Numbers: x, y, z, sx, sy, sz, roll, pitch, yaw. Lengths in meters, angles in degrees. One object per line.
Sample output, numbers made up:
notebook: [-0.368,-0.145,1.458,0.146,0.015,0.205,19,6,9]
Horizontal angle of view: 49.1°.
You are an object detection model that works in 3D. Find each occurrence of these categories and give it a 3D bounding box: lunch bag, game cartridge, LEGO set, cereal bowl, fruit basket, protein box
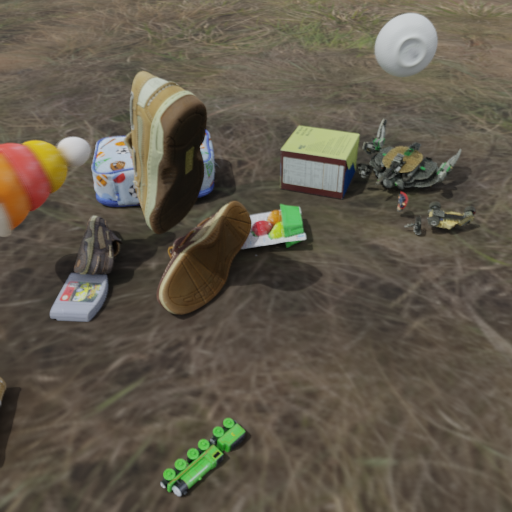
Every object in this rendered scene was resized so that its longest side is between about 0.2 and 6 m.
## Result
lunch bag: [-2.437,-2.267,13.861,3.062,1.157,2.453,-5,34,-6]
game cartridge: [-3.229,0.744,10.429,0.813,0.250,1.221,5,36,0]
LEGO set: [3.694,-1.774,13.558,2.528,1.103,3.893,2,49,7]
cereal bowl: [3.167,-4.337,11.685,1.279,1.279,0.533,-1,35,-2]
fruit basket: [0.342,-0.571,12.076,1.373,0.644,1.272,-14,35,7]
protein box: [1.587,-2.362,13.999,1.606,1.083,1.594,12,37,16]

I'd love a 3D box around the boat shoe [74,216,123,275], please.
boat shoe: [-3.156,-0.146,11.331,0.766,0.778,2.089,19,24,-18]

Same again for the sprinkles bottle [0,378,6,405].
sprinkles bottle: [-3.944,2.358,7.928,0.496,0.496,1.453,-5,36,-7]

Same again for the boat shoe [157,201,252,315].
boat shoe: [-1.149,0.041,10.937,1.058,1.061,2.940,-12,35,39]

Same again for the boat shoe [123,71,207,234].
boat shoe: [-1.571,-1.629,9.101,1.242,3.263,1.169,41,57,12]

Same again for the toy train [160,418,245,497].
toy train: [-0.691,2.735,7.614,0.387,0.286,1.372,36,48,25]

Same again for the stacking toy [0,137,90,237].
stacking toy: [-3.869,-1.456,9.756,2.201,1.608,1.608,-31,46,-27]
